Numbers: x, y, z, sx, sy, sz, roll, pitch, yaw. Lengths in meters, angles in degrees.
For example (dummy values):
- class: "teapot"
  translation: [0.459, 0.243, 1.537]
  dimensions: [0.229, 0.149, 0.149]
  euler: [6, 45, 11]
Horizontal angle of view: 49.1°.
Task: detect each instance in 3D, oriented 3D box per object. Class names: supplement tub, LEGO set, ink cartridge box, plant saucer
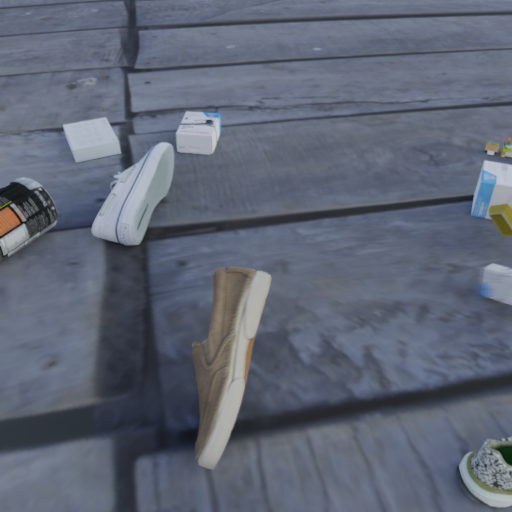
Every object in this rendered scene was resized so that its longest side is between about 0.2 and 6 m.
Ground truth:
- class: "supplement tub"
  translation: [-4.783, -0.572, 10.479]
  dimensions: [1.150, 1.150, 1.878]
  euler: [22, 45, 24]
- class: "LEGO set"
  translation: [6.331, -2.490, 13.140]
  dimensions: [0.832, 0.673, 1.809]
  euler: [-24, 45, -26]
- class: "ink cartridge box"
  translation: [4.231, 0.499, 9.454]
  dimensions: [0.302, 0.523, 0.717]
  euler: [-22, 32, -40]
- class: "plant saucer"
  translation: [4.680, -0.620, 10.511]
  dimensions: [0.174, 0.716, 0.716]
  euler: [-34, 2, -2]
- class: "ink cartridge box"
  translation: [5.273, -1.257, 11.499]
  dimensions: [1.406, 0.881, 0.904]
  euler: [14, 42, 16]
- class: "ink cartridge box"
  translation: [-1.424, -3.079, 13.960]
  dimensions: [0.905, 0.527, 1.252]
  euler: [4, 40, 5]

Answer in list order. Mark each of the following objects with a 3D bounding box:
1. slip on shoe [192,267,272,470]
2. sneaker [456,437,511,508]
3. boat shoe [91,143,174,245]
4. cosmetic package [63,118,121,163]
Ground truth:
- class: "slip on shoe"
  translation: [-0.496, 1.410, 7.616]
  dimensions: [0.828, 1.040, 2.735]
  euler: [15, 72, 0]
- class: "sneaker"
  translation: [3.653, 2.524, 6.906]
  dimensions: [2.180, 0.966, 0.838]
  euler: [-6, 40, -7]
- class: "boat shoe"
  translation: [-2.516, -1.435, 11.543]
  dimensions: [0.991, 1.092, 2.968]
  euler: [7, 41, 7]
- class: "cosmetic package"
  translation: [-4.073, -2.889, 13.851]
  dimensions: [1.099, 0.376, 1.457]
  euler: [-17, 42, -17]
